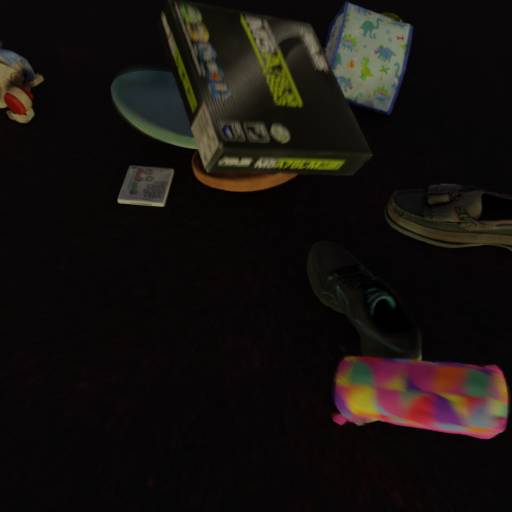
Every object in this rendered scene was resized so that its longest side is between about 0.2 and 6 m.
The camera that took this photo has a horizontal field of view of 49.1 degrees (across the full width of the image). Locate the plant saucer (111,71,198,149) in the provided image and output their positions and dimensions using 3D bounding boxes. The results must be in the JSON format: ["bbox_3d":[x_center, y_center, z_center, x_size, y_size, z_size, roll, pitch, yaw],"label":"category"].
[{"bbox_3d":[-1.228,-2.445,9.482,2.441,0.334,2.441,13,37,-10],"label":"plant saucer"}]

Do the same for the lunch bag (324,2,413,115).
[{"bbox_3d":[1.995,-3.585,10.477,1.428,1.070,1.679,13,78,-10],"label":"lunch bag"}]

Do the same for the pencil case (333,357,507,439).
[{"bbox_3d":[1.758,1.541,6.139,1.824,0.806,0.806,-6,44,34],"label":"pencil case"}]

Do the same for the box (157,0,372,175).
[{"bbox_3d":[0.112,-2.144,7.258,2.303,0.567,2.385,-5,64,-31],"label":"box"}]

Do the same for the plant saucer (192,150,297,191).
[{"bbox_3d":[-0.044,-1.605,9.244,2.015,0.325,2.015,-8,36,6],"label":"plant saucer"}]

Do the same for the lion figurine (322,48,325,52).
[{"bbox_3d":[1.243,-3.626,10.983,0.639,0.378,1.044,-19,76,-24],"label":"lion figurine"}]

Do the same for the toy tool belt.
[{"bbox_3d":[-4.671,-3.433,10.454,1.953,1.219,1.200,27,64,19],"label":"toy tool belt"}]

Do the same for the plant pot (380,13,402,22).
[{"bbox_3d":[2.591,-4.380,11.389,0.956,0.908,0.956,0,51,-1],"label":"plant pot"}]

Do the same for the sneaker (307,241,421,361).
[{"bbox_3d":[1.463,0.516,7.439,0.881,0.926,2.338,-23,53,-16],"label":"sneaker"}]

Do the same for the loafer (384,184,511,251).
[{"bbox_3d":[3.479,-0.672,8.370,2.967,0.933,1.066,12,52,10],"label":"loafer"}]

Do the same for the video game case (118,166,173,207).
[{"bbox_3d":[-1.827,-1.170,9.314,0.759,0.099,0.834,5,51,4],"label":"video game case"}]
